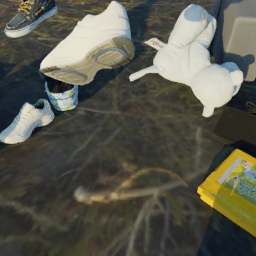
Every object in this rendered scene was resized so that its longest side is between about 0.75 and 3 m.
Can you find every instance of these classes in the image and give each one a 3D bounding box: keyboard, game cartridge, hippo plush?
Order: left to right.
[{"bbox_3d":[2.104,-1.802,7.655,2.339,2.317,2.909,40,32,22],"label":"hippo plush"},{"bbox_3d":[2.455,1.249,5.797,1.438,0.265,1.631,33,50,32],"label":"game cartridge"},{"bbox_3d":[3.518,0.239,6.951,2.632,0.522,1.370,25,70,24],"label":"keyboard"}]

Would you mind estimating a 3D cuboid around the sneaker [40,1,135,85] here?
[{"bbox_3d":[-0.483,-0.901,3.186,1.409,0.525,0.613,-11,70,37],"label":"sneaker"}]

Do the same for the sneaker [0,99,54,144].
[{"bbox_3d":[-2.611,-0.252,7.093,0.614,0.784,1.577,23,46,24],"label":"sneaker"}]

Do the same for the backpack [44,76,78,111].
[{"bbox_3d":[-1.859,-1.058,8.027,1.012,0.954,1.240,-10,21,-14],"label":"backpack"}]

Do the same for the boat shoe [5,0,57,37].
[{"bbox_3d":[-2.972,-3.531,8.305,0.694,0.891,1.962,25,57,23],"label":"boat shoe"}]

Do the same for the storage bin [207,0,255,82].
[{"bbox_3d":[3.724,-2.884,8.785,2.081,2.859,1.920,5,53,6],"label":"storage bin"}]
